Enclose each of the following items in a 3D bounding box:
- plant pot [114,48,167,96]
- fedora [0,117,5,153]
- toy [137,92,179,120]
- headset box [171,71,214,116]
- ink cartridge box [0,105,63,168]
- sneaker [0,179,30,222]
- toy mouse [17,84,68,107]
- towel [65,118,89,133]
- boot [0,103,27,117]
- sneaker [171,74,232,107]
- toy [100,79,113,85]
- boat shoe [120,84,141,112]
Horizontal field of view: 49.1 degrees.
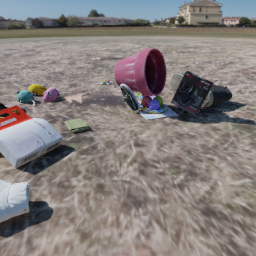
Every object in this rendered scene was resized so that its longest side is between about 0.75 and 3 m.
[{"bbox_3d":[0.442,-2.274,11.625,1.692,1.890,1.890,5,22,34],"label":"plant pot"},{"bbox_3d":[-4.059,0.145,8.582,1.906,0.778,1.906,-1,22,0],"label":"fedora"},{"bbox_3d":[0.971,-1.101,11.838,1.413,0.579,2.454,-8,24,-17],"label":"toy"},{"bbox_3d":[2.451,-1.291,10.891,1.129,1.517,0.586,30,22,14],"label":"headset box"},{"bbox_3d":[-3.157,0.038,8.061,2.017,0.576,1.640,45,37,10],"label":"ink cartridge box"},{"bbox_3d":[-2.627,1.349,6.013,0.958,0.611,1.657,-12,35,-30],"label":"sneaker"},{"bbox_3d":[-4.202,-1.588,13.071,2.655,0.514,2.359,-1,23,-3],"label":"toy mouse"},{"bbox_3d":[-1.832,-0.095,9.945,0.701,0.172,0.945,-13,27,-25],"label":"towel"},{"bbox_3d":[-4.853,-0.913,10.334,1.993,1.379,0.772,-8,24,-19],"label":"boot"},{"bbox_3d":[3.315,-1.758,13.038,1.530,1.077,2.880,-7,33,-29],"label":"sneaker"},{"bbox_3d":[-1.236,-2.681,16.103,0.520,0.213,0.902,6,23,13],"label":"toy"},{"bbox_3d":[0.029,-1.229,11.345,0.391,1.228,0.434,-38,1,-36],"label":"boat shoe"}]
